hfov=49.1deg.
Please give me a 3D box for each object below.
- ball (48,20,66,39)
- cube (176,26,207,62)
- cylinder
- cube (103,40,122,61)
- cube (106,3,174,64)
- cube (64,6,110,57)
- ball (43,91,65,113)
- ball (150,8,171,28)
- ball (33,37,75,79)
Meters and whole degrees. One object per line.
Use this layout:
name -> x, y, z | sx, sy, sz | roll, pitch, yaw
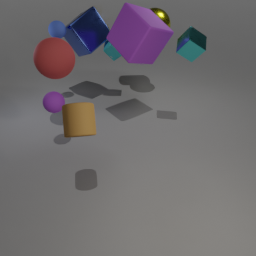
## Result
ball -> -2.839, -3.942, 11.241 | 0.700, 0.700, 0.700 | 0, 31, 0
cube -> 2.110, -2.779, 9.321 | 0.700, 0.700, 0.700 | 26, 56, -20
cylinder -> -1.071, -0.165, 6.146 | 0.700, 0.700, 0.700 | -5, -3, 0
cube -> -0.574, -3.541, 12.311 | 0.700, 0.700, 0.700 | -27, 41, 31
cube -> 0.403, -3.195, 9.654 | 1.400, 1.400, 1.400 | -12, 57, -48
cube -> -1.827, -4.132, 12.156 | 1.400, 1.400, 1.400 | -46, 27, -17
ball -> -2.396, -0.832, 9.052 | 0.700, 0.700, 0.700 | 0, 31, 0
ball -> 1.146, -4.468, 12.164 | 1.400, 1.400, 1.400 | 0, 31, 0
ball -> -2.527, -2.390, 9.643 | 1.400, 1.400, 1.400 | 0, 31, 0
